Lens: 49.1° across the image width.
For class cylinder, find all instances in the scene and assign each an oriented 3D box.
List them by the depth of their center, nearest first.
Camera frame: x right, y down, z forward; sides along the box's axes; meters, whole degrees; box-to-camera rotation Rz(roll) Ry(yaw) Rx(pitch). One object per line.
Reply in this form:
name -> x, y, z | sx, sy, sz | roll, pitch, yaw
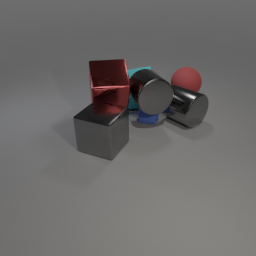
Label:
cylinder -> 0.822, -1.405, 10.720 | 1.400, 1.400, 1.400 | -8, 29, -14
cylinder -> 2.282, -0.900, 11.353 | 1.400, 1.400, 1.400 | -24, 38, -35

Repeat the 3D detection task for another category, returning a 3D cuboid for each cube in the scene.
cube -> -0.874, 0.045, 9.745 | 1.400, 1.400, 1.400 | 13, 34, 22
cube -> -0.732, -1.628, 10.748 | 1.400, 1.400, 1.400 | -5, 58, -8
cube -> 0.854, -0.652, 11.569 | 0.700, 0.700, 0.700 | 5, 31, 18
cube -> 0.429, -1.814, 12.680 | 1.400, 1.400, 1.400 | -7, 29, 11

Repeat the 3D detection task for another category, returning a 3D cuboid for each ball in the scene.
ball -> 2.675, -2.102, 12.903 | 1.400, 1.400, 1.400 | 0, 30, 0
